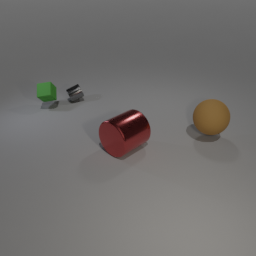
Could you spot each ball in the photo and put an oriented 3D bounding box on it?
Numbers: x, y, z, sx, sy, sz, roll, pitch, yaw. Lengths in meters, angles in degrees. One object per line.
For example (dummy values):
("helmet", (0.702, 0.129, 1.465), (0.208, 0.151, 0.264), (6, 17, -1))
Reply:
("ball", (3.235, -0.423, 10.884), (1.400, 1.400, 1.400), (0, 29, 0))

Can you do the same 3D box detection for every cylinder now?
("cylinder", (-0.120, 0.177, 10.331), (1.400, 1.400, 1.400), (25, 38, 37))
("cylinder", (-2.713, -1.802, 14.367), (0.700, 0.700, 0.700), (-28, 35, -7))

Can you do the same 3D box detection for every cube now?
("cube", (-3.883, -1.719, 13.400), (0.700, 0.700, 0.700), (-7, -16, 8))
